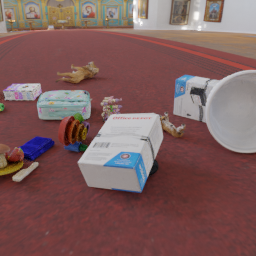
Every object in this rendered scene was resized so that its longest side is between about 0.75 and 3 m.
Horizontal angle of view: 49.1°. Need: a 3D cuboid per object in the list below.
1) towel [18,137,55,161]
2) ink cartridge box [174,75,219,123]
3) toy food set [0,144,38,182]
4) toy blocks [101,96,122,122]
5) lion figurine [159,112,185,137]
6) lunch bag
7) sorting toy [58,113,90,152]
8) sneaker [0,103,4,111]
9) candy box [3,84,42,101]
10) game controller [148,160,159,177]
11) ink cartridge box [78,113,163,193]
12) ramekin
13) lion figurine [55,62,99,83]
[{"bbox_3d":[-3.279,0.651,9.756,0.926,0.311,1.254,11,27,21],"label":"towel"},{"bbox_3d":[3.250,-1.215,12.101,2.329,1.690,0.975,18,30,33],"label":"ink cartridge box"},{"bbox_3d":[-4.068,0.804,8.523,2.580,0.843,1.518,6,14,12],"label":"toy food set"},{"bbox_3d":[-0.647,-0.838,12.210,0.828,0.919,0.984,-2,21,12],"label":"toy blocks"},{"bbox_3d":[1.648,-0.024,10.837,0.583,0.986,1.610,-31,51,-13],"label":"lion figurine"},{"bbox_3d":[-2.810,-1.050,12.674,2.385,0.919,1.912,-2,25,-5],"label":"lunch bag"},{"bbox_3d":[-1.658,0.199,9.657,0.865,1.267,2.108,11,7,7],"label":"sorting toy"},{"bbox_3d":[-6.143,-1.014,13.344,0.429,0.380,1.025,-1,27,-30],"label":"sneaker"},{"bbox_3d":[-5.616,-1.938,14.999,1.568,0.561,1.316,1,25,3],"label":"candy box"},{"bbox_3d":[-0.190,0.970,9.039,1.285,0.519,2.463,-31,37,-25],"label":"game controller"},{"bbox_3d":[-0.098,0.612,8.162,1.701,0.982,2.330,1,36,25],"label":"ink cartridge box"},{"bbox_3d":[4.066,-0.648,9.816,2.785,2.785,1.462,3,16,6],"label":"ramekin"},{"bbox_3d":[-3.174,-3.369,17.867,1.703,1.008,2.780,18,44,19],"label":"lion figurine"}]
